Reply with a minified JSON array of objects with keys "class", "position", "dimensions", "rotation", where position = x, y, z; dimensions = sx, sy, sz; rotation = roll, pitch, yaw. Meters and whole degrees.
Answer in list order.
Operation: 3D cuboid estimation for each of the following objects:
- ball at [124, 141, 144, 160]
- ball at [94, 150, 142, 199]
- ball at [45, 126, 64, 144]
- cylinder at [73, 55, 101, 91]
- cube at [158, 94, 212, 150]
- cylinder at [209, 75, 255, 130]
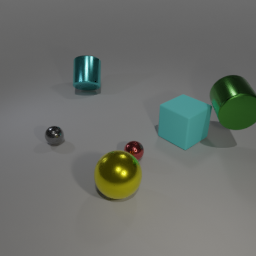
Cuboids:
[{"class":"ball","position":[0.204,0.789,9.672],"dimensions":[0.700,0.700,0.700],"rotation":[0,31,0]},{"class":"ball","position":[-0.287,1.345,8.133],"dimensions":[1.400,1.400,1.400],"rotation":[0,31,0]},{"class":"ball","position":[-2.758,0.266,10.485],"dimensions":[0.700,0.700,0.700],"rotation":[0,31,0]},{"class":"cylinder","position":[-2.081,-2.765,14.246],"dimensions":[1.400,1.400,1.400],"rotation":[0,-9,0]},{"class":"cube","position":[2.148,-0.262,10.706],"dimensions":[1.400,1.400,1.400],"rotation":[-26,40,-34]},{"class":"cylinder","position":[3.609,-0.875,9.489],"dimensions":[1.400,1.400,1.400],"rotation":[1,36,1]}]
